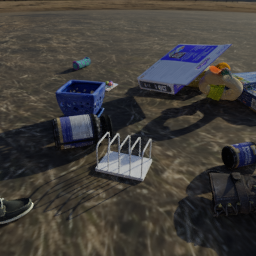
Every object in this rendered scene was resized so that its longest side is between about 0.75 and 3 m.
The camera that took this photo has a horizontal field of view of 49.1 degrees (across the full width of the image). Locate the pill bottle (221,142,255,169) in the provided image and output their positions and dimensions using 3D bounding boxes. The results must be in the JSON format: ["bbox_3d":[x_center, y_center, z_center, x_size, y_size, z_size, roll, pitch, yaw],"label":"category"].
[{"bbox_3d":[3.111,0.693,7.457,1.096,0.613,0.613,-9,30,-15],"label":"pill bottle"}]

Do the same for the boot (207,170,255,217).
[{"bbox_3d":[2.717,1.633,5.760,1.962,0.780,2.254,-7,31,5],"label":"boot"}]

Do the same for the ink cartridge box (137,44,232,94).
[{"bbox_3d":[2.288,-2.475,11.489,2.893,0.634,2.920,-41,33,-20],"label":"ink cartridge box"}]

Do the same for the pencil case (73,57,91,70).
[{"bbox_3d":[-2.568,-3.592,15.545,0.470,0.511,1.105,-16,15,40],"label":"pencil case"}]

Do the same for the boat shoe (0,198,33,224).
[{"bbox_3d":[-2.708,1.679,5.794,1.402,0.474,0.504,-8,28,-18],"label":"boat shoe"}]

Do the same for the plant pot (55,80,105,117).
[{"bbox_3d":[-1.571,-0.863,9.718,1.363,1.225,1.363,6,29,10],"label":"plant pot"}]

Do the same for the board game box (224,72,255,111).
[{"bbox_3d":[5.780,-1.640,11.391,2.667,0.823,2.668,-12,30,-11],"label":"board game box"}]

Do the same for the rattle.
[{"bbox_3d":[3.601,-2.213,10.512,1.698,2.609,1.863,29,82,34],"label":"rattle"}]

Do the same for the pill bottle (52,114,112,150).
[{"bbox_3d":[-1.346,0.073,8.288,1.663,0.930,0.930,-8,29,-16],"label":"pill bottle"}]

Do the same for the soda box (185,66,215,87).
[{"bbox_3d":[2.852,-2.477,13.147,2.602,0.833,0.881,7,29,14],"label":"soda box"}]

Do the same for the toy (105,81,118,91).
[{"bbox_3d":[-0.902,-1.999,12.855,0.568,0.233,0.987,17,34,17],"label":"toy"}]

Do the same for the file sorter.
[{"bbox_3d":[-0.099,0.678,7.298,1.293,0.805,0.897,9,29,17],"label":"file sorter"}]
